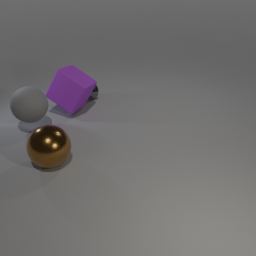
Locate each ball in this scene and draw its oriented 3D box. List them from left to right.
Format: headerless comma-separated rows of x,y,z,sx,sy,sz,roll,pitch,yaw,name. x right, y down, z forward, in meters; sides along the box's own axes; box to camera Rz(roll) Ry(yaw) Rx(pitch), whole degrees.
-3.797,-0.894,10.808,1.400,1.400,1.400,0,30,0,ball
-2.549,0.600,9.076,1.400,1.400,1.400,0,30,0,ball

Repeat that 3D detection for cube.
-2.453,-1.714,12.230,1.400,1.400,1.400,34,25,1,cube

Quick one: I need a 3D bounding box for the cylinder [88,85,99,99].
-1.912,-1.787,13.735,0.700,0.700,0.700,-11,31,-35,cylinder
